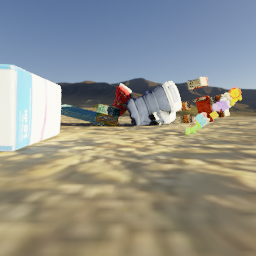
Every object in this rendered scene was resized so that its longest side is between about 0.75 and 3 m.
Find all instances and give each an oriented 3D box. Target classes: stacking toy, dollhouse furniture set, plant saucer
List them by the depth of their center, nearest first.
[{"bbox_3d":[1.403,-0.256,4.800,1.082,0.254,0.815,-37,-9,9],"label":"stacking toy"},{"bbox_3d":[2.284,-0.837,8.568,1.407,1.391,0.725,-11,0,35],"label":"dollhouse furniture set"},{"bbox_3d":[-1.426,-0.444,8.904,2.312,0.219,0.808,13,16,31],"label":"plant saucer"}]

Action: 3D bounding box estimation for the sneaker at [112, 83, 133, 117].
[{"bbox_3d":[-0.202,-0.701,7.789,0.487,0.537,1.266,31,-30,15],"label":"sneaker"}]

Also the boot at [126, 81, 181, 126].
[{"bbox_3d":[0.653,-0.549,8.306,1.355,1.091,2.999,-20,-10,1],"label":"boot"}]

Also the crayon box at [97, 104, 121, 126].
[{"bbox_3d":[-0.548,-0.316,7.705,0.596,0.244,0.948,13,-17,-2],"label":"crayon box"}]

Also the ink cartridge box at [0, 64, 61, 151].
[{"bbox_3d":[-1.640,-0.222,3.268,1.352,0.792,1.870,1,4,-2],"label":"ink cartridge box"}]
